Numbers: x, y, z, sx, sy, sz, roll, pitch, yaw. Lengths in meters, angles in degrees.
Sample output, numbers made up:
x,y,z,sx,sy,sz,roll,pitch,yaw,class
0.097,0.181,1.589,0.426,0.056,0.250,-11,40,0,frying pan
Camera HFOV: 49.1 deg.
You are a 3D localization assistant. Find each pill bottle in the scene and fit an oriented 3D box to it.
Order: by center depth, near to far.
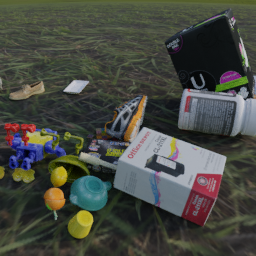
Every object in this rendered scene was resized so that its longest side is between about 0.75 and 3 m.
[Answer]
x,y,z,sx,sy,sz,roll,pitch,yaw,class
2.773,-0.444,8.628,2.273,1.295,1.295,9,31,14,pill bottle

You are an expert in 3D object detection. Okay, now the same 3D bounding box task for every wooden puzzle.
x,y,z,sx,sy,sz,roll,pitch,yaw,class
-0.587,0.228,8.651,1.337,0.094,0.793,-3,30,-7,wooden puzzle

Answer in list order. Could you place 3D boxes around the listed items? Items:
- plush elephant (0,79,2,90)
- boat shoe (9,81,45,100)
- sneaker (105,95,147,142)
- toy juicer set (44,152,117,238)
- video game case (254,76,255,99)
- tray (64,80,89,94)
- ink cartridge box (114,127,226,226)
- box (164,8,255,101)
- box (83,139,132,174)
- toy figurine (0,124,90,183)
x,y,z,sx,sy,sz,roll,pitch,yaw,class
-5.646,-1.821,11.411,1.013,1.078,1.309,36,70,-3,plush elephant
-4.123,-1.539,11.357,0.529,0.479,1.486,25,38,36,boat shoe
0.015,-0.426,8.859,0.938,0.950,2.429,12,31,9,sneaker
-1.021,1.271,6.147,1.329,0.568,2.089,33,35,3,toy juicer set
5.483,-1.187,10.559,2.590,0.649,2.857,10,31,18,video game case
-2.202,-1.753,12.073,0.712,0.147,1.326,5,30,10,tray
0.939,0.979,6.266,2.090,0.866,1.523,20,35,15,ink cartridge box
2.880,-2.211,9.595,2.095,2.820,1.753,-15,19,32,box
-0.483,0.753,7.518,1.392,0.308,1.115,4,30,7,box
-2.201,0.307,7.230,2.905,1.532,1.740,5,25,7,toy figurine
